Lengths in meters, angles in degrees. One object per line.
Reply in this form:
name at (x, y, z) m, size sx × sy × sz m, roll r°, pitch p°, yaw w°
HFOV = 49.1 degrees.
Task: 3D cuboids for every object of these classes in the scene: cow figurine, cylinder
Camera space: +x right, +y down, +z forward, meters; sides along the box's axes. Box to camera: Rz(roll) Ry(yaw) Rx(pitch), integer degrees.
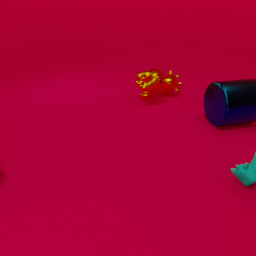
cow figurine at (1.134, -1.611, 9.834) m, size 1.685 × 0.940 × 1.712 m, roll -18°, pitch -11°, yaw -2°
cylinder at (3.096, -0.752, 8.199) m, size 1.294 × 1.294 × 1.294 m, roll -6°, pitch 28°, yaw -13°
cow figurine at (2.683, 0.781, 5.814) m, size 0.972 × 0.542 × 0.987 m, roll 22°, pitch 59°, yaw 2°
